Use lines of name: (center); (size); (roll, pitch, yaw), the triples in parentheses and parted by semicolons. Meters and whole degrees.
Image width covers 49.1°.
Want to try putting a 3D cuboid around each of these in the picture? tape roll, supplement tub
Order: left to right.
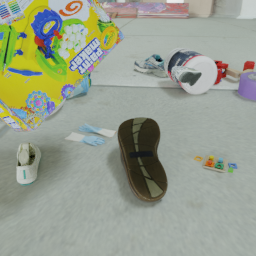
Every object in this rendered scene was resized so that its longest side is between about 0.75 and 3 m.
supplement tub: (2.499, -2.414, 11.546); (1.515, 1.515, 2.159); (-7, 28, -14)
tape roll: (5.194, -1.641, 10.937); (1.632, 0.693, 1.632); (0, 26, 0)

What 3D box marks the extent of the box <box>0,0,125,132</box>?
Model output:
box: (-2.003, -1.761, 5.387); (2.694, 2.595, 1.644); (-51, 24, -23)

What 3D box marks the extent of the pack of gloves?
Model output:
pack of gloves: (-1.052, 0.124, 7.980); (1.167, 0.230, 0.981); (11, 28, 21)

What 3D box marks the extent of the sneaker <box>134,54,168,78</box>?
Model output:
sneaker: (1.228, -3.174, 13.655); (2.199, 0.949, 0.853); (22, 34, 37)

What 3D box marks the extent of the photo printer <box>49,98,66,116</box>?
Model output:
photo printer: (-3.378, -1.049, 9.590); (2.422, 0.841, 2.015); (1, 26, 1)

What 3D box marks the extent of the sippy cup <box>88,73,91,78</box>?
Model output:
sippy cup: (-2.171, -2.456, 12.403); (0.900, 0.964, 1.227); (19, 74, 13)

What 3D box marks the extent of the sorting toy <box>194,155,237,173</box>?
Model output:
sorting toy: (2.088, 0.815, 6.711); (1.022, 0.139, 0.575); (11, 29, 22)

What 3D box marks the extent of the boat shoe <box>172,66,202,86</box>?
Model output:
boat shoe: (1.049, -0.939, 4.934); (0.268, 0.308, 0.836); (48, 30, 23)

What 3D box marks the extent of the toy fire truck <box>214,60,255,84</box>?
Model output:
toy fire truck: (4.588, -2.564, 12.788); (1.890, 0.653, 2.680); (16, 31, 28)

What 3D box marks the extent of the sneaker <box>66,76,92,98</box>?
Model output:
sneaker: (-2.234, -1.873, 11.334); (1.294, 0.789, 1.983); (-18, 41, -27)

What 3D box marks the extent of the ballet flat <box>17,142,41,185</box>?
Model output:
ballet flat: (-2.362, 0.657, 6.582); (0.578, 0.578, 1.664); (-7, 28, -14)

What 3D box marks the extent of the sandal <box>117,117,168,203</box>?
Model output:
sandal: (0.323, 0.678, 6.484); (1.069, 0.714, 2.615); (-1, 42, -10)
